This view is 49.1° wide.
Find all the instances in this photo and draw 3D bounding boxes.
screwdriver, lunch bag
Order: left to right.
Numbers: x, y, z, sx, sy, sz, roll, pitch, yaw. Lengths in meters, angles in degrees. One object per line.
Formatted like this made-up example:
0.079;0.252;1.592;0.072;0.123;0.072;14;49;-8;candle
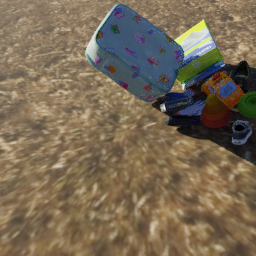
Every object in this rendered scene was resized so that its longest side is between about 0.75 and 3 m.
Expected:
0.304;-2.169;8.199;2.707;1.043;2.171;33;58;-16;lunch bag
2.117;-0.151;7.586;2.283;0.332;0.318;4;45;-12;screwdriver

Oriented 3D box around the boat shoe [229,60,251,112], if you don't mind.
3.332;-1.329;8.438;0.710;0.653;1.986;13;49;13;boat shoe

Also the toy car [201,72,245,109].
3.337;-1.512;7.767;2.622;0.872;1.286;-25;48;14;toy car

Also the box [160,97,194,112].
1.213;-0.582;7.060;0.701;0.227;0.889;-12;3;2;box

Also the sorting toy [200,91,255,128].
2.959;-0.764;6.950;2.441;0.841;0.846;-15;47;16;sorting toy

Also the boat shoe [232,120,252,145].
2.802;0.013;6.948;0.431;0.398;1.167;5;22;34;boat shoe

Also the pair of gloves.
1.769;-0.741;8.220;1.183;0.168;1.472;-23;44;-24;pair of gloves

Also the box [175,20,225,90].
2.196;-2.496;9.362;1.536;0.600;2.519;-31;32;26;box
